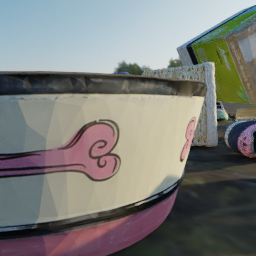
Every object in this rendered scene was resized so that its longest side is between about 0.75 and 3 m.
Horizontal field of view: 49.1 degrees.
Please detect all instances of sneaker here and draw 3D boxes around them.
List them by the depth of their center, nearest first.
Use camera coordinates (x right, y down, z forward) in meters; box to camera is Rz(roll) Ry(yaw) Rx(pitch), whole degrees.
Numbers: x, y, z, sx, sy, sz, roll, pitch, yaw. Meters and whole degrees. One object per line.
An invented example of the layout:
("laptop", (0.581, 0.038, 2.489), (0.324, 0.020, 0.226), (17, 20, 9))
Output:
("sneaker", (2.554, 0.160, 4.258), (1.968, 0.691, 0.807), (-8, 10, 2))
("sneaker", (3.268, -1.068, 10.797), (0.848, 1.526, 2.181), (0, 7, 0))

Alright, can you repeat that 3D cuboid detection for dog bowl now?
("dog bowl", (-0.815, 0.130, 2.578), (2.954, 1.089, 2.954), (0, 6, 0))

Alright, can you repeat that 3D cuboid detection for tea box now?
("tea box", (3.002, -1.919, 6.875), (2.483, 1.659, 2.443), (-33, 18, -12))

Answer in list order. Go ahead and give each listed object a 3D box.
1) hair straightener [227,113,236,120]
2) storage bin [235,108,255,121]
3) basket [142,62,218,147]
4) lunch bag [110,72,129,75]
("hair straightener", (4.914, -0.528, 10.971), (2.035, 0.416, 0.783), (-1, 7, -6))
("storage bin", (2.801, -0.078, 5.740), (1.217, 0.574, 1.226), (-3, 10, 22))
("basket", (0.957, -0.428, 5.643), (1.254, 1.559, 1.545), (-6, 6, 0))
("lunch bag", (-0.780, -0.826, 8.908), (2.268, 1.501, 1.541), (-7, -2, -4))
